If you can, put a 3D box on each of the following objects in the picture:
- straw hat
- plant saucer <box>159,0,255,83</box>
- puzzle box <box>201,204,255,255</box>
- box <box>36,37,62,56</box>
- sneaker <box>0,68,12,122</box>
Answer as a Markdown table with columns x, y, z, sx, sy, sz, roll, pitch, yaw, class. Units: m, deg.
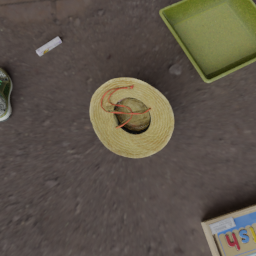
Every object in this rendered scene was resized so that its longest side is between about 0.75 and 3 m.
| x | y | z | sx | sy | sz | roll | pitch | yaw | class |
| --- | --- | --- | --- | --- | --- | --- | --- | --- | --- |
| 0.131 | -0.361 | 6.769 | 2.039 | 0.863 | 2.039 | 3 | 114 | 7 | straw hat |
| 2.621 | -2.723 | 8.135 | 2.656 | 0.637 | 2.660 | -26 | 73 | -8 | plant saucer |
| 3.439 | 2.720 | 6.452 | 2.996 | 0.381 | 1.993 | -16 | 73 | -6 | puzzle box |
| -2.341 | -2.412 | 8.286 | 0.796 | 0.154 | 0.165 | -38 | 76 | -12 | box |
| -3.516 | -1.015 | 7.516 | 0.631 | 0.727 | 1.641 | -13 | 72 | -4 | sneaker |
